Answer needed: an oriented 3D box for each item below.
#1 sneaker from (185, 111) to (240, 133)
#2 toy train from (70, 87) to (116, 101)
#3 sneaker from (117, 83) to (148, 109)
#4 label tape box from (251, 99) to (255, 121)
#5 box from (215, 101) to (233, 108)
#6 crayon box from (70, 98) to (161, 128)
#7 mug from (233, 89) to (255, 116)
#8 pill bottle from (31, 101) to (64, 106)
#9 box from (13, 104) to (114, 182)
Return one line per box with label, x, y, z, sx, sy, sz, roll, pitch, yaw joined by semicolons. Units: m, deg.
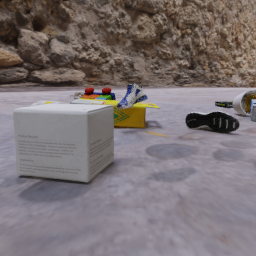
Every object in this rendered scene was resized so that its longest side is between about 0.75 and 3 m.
sneaker;2.399;-0.204;7.866;0.620;0.578;1.564;-3;9;-41
toy train;-1.862;-1.054;11.803;2.453;1.038;1.419;5;25;25
sneaker;0.059;-0.891;7.518;0.989;0.571;0.400;-28;15;-33
label tape box;5.290;-0.594;9.704;1.886;0.623;1.351;2;14;22
box;5.258;-1.215;14.301;1.190;0.283;1.149;-2;8;-12
crayon box;-0.364;-0.499;8.897;2.633;0.669;1.671;3;9;1
mug;4.804;-0.892;11.109;1.286;1.030;1.055;33;-1;-5
pill bottle;-2.743;-0.584;9.594;1.329;0.693;0.693;7;12;34
box;-0.951;0.152;4.469;1.190;1.024;1.196;3;10;15
